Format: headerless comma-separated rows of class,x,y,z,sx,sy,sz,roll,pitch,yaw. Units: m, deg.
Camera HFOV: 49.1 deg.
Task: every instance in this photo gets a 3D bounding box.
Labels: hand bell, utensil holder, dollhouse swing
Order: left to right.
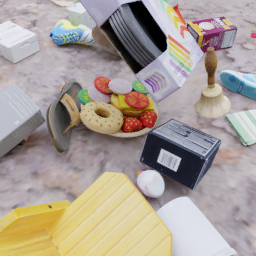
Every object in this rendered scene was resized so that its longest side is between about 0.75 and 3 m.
dollhouse swing,-0.797,2.108,4.917,2.142,2.214,2.436,-50,62,16
utensil holder,1.260,2.325,5.749,1.218,1.218,1.434,-22,48,-19
hand bell,1.865,-1.061,6.255,0.851,1.635,0.851,-9,47,10

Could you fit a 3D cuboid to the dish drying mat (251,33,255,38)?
dish drying mat,5.977,-4.076,12.431,0.955,0.087,0.367,14,50,12

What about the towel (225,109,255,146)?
towel,4.071,-0.091,8.678,1.677,0.196,1.279,-11,48,-8

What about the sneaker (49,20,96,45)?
sneaker,-2.400,-3.756,11.747,2.282,0.864,1.199,28,65,32

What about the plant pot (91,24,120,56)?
plant pot,-0.173,-4.167,10.854,1.941,1.922,1.941,18,42,-18

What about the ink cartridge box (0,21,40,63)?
ink cartridge box,-4.753,-3.537,11.456,1.842,0.774,1.340,31,54,25

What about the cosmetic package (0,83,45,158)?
cosmetic package,-3.517,-0.018,7.587,1.183,0.999,2.215,44,72,10

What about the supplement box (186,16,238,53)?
supplement box,3.430,-3.893,11.705,1.747,0.901,1.143,-14,49,-13

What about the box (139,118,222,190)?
box,1.377,0.594,7.188,1.535,0.946,1.523,27,27,23

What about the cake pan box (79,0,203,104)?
cake pan box,0.488,-2.260,6.460,2.723,0.773,2.957,51,36,-7

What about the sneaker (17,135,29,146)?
sneaker,-3.516,0.035,8.365,1.277,0.427,0.685,18,55,9

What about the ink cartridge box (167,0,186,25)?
ink cartridge box,1.046,-3.877,9.175,1.459,1.823,0.431,-36,19,-7

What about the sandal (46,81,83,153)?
sandal,-1.673,-0.500,8.408,0.761,1.139,2.787,-11,37,19

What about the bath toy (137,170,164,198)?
bath toy,-0.160,1.700,6.646,2.226,0.968,0.823,-31,9,-23

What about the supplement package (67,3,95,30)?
supplement package,-2.069,-4.803,12.425,0.812,1.078,0.818,25,52,21

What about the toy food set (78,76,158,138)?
toy food set,-0.268,-0.712,8.667,2.534,0.616,2.508,1,46,-14

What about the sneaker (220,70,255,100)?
sneaker,4.174,-1.719,9.871,1.703,0.677,1.112,34,57,16
